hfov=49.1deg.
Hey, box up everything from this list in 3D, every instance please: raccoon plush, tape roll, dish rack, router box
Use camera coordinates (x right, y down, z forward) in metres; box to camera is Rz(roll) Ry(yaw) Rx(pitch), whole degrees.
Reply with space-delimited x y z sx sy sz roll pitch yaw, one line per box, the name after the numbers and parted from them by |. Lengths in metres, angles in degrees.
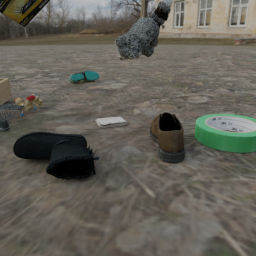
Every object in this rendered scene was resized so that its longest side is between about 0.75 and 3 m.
0.488 -3.888 10.834 1.365 2.822 1.891 26 24 12 | raccoon plush
2.532 0.079 6.915 1.705 0.410 1.705 1 20 0 | tape roll
-3.561 -0.350 8.001 0.930 0.331 1.212 5 29 11 | dish rack
-3.351 -4.050 8.864 1.456 0.380 1.145 -32 -33 28 | router box

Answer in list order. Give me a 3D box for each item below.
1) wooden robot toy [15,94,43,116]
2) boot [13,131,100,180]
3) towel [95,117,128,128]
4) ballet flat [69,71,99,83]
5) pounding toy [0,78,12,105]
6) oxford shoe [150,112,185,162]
-3.325 -0.871 9.060 0.602 0.584 1.326 26 24 6 | wooden robot toy
-1.412 0.544 5.399 1.610 0.596 1.320 -2 20 -15 | boot
-0.484 -0.181 8.023 0.827 0.143 0.548 -7 22 -19 | towel
-2.244 -2.558 14.120 1.614 0.599 0.599 -9 21 -33 | ballet flat
-5.180 -1.355 10.217 1.643 0.856 1.870 -1 20 -3 | pounding toy
0.944 -0.015 6.537 0.742 0.862 2.042 -4 19 -4 | oxford shoe
